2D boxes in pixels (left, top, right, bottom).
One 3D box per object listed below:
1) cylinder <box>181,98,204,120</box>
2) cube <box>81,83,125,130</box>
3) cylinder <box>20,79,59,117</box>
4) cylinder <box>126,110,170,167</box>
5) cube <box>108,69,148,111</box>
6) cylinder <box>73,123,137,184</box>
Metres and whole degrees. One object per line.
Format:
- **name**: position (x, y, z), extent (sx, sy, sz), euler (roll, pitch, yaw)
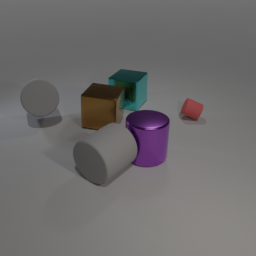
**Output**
- **cylinder**: position (2.668, -0.797, 11.680), extent (0.700, 0.700, 0.700), euler (23, 29, -5)
- **cube**: position (-0.983, -0.851, 11.198), extent (1.400, 1.400, 1.400), euler (9, 30, 9)
- **cylinder**: position (-3.502, -1.231, 11.099), extent (1.400, 1.400, 1.400), euler (-10, 13, -17)
- **cylinder**: position (0.617, 0.311, 9.144), extent (1.400, 1.400, 1.400), euler (0, 28, 0)
- **cube**: position (0.018, -1.792, 12.959), extent (1.400, 1.400, 1.400), euler (12, 32, 20)
- **cylinder**: position (-0.668, 0.736, 8.381), extent (1.400, 1.400, 1.400), euler (20, 35, 32)
